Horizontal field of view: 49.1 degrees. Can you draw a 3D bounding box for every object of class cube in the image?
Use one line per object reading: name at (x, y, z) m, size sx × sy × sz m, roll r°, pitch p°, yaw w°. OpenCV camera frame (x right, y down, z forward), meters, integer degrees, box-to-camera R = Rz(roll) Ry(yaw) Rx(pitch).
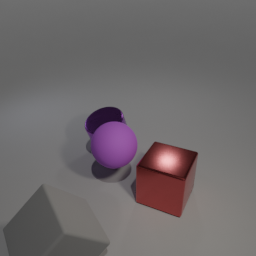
cube at (1.144, 1.455, 8.268) m, size 1.400 × 1.400 × 1.400 m, roll 14°, pitch 33°, yaw 23°
cube at (-1.534, 2.315, 6.000) m, size 1.400 × 1.400 × 1.400 m, roll -48°, pitch 45°, yaw 4°

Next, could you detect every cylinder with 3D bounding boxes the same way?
cylinder at (-0.666, 0.193, 10.066) m, size 1.400 × 1.400 × 1.400 m, roll -11°, pitch 43°, yaw 10°

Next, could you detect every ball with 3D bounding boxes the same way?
ball at (-0.414, 0.507, 8.398) m, size 1.400 × 1.400 × 1.400 m, roll 0°, pitch 30°, yaw 0°
